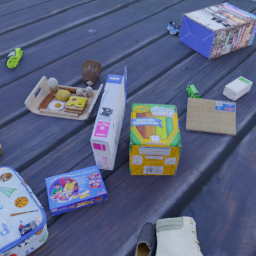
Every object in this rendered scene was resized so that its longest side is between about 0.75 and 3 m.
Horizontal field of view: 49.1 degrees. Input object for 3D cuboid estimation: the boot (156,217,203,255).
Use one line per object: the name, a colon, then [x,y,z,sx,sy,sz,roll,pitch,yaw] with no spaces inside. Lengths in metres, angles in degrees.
boot: [1.655,2.975,6.573,2.136,0.770,1.652,4,44,7]

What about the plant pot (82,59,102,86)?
plant pot: [-1.596,-2.271,11.960,0.878,0.878,0.939,2,59,2]

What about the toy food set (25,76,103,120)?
toy food set: [-2.420,-1.285,10.902,2.542,0.768,1.824,8,45,8]

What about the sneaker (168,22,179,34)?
sneaker: [2.496,-5.533,15.453,0.429,0.487,1.093,-14,47,-14]

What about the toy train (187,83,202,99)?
toy train: [2.685,-1.263,11.124,0.323,0.436,1.546,-7,45,-6]

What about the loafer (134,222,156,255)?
loafer: [0.429,2.892,6.834,0.495,0.492,1.360,7,44,8]

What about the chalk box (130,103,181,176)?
chalk box: [0.792,0.160,8.940,1.464,1.454,2.345,1,45,0]

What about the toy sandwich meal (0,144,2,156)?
toy sandwich meal: [-4.893,0.821,8.973,1.571,0.538,1.571,-2,46,2]

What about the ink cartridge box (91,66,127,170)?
ink cartridge box: [-0.517,-0.366,8.869,0.616,1.753,2.937,9,57,7]

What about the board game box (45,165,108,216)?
board game box: [-1.493,1.764,8.082,1.590,0.356,1.069,-13,46,-13]

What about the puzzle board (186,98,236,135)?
puzzle board: [3.020,-0.434,10.199,1.734,0.151,1.307,7,65,6]

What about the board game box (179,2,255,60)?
board game box: [4.557,-4.979,14.187,2.978,1.442,2.374,-23,49,-22]

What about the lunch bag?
lunch bag: [-3.328,2.251,6.970,2.070,0.976,2.583,-23,47,-34]

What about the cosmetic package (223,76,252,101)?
cosmetic package: [4.486,-1.617,11.466,1.096,0.465,0.590,-31,54,-29]

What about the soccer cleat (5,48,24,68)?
soccer cleat: [-5.449,-3.243,13.156,0.648,0.540,1.599,-7,39,12]
